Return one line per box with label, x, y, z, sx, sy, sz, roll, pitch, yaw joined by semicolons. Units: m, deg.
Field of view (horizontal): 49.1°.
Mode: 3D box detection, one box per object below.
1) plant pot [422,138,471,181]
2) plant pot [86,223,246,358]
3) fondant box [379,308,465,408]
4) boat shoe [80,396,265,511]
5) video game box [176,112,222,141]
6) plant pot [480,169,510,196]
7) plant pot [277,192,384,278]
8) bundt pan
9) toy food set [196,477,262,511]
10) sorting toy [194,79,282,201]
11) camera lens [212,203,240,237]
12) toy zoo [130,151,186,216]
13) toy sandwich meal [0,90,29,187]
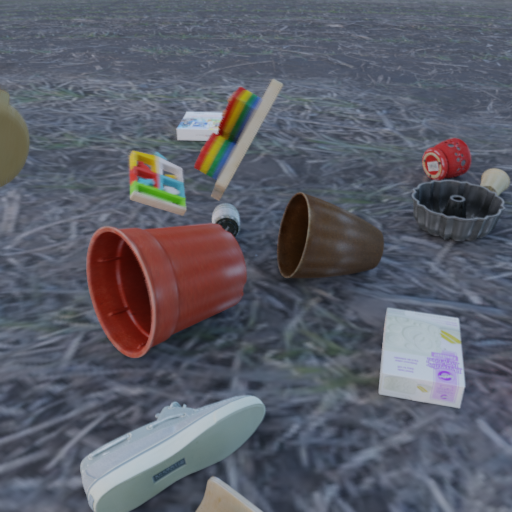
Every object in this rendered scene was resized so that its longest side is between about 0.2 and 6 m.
plant pot;4.452;-2.256;13.210;0.820;0.901;0.901;-18;36;-21
plant pot;-1.251;0.327;8.349;1.826;1.878;1.878;-16;34;-40
fondant box;2.308;1.381;7.848;1.053;0.425;1.460;8;34;12
boat shoe;-0.949;2.067;6.430;2.198;0.767;0.783;-22;43;-26
video game box;-1.286;-3.697;15.971;1.693;0.396;1.542;3;30;4
plant pot;5.217;-1.526;12.412;0.616;0.616;0.564;20;49;29
plant pot;1.346;-0.244;9.699;1.570;1.467;1.467;8;30;-16
bundt pan;3.963;-0.865;11.203;1.780;0.668;1.780;0;33;0
toy food set;-0.563;3.138;4.776;1.676;0.705;2.335;24;39;32
sorting toy;-0.435;-2.092;9.951;0.691;1.985;1.973;29;-3;-6
camera lens;-0.596;-0.671;11.002;0.540;0.540;0.675;-2;32;-3
toy zoo;-1.656;-1.290;9.382;0.921;0.144;1.403;16;38;-27
toy sandwich meal;-4.409;-1.855;8.960;0.565;1.651;1.651;25;40;30
